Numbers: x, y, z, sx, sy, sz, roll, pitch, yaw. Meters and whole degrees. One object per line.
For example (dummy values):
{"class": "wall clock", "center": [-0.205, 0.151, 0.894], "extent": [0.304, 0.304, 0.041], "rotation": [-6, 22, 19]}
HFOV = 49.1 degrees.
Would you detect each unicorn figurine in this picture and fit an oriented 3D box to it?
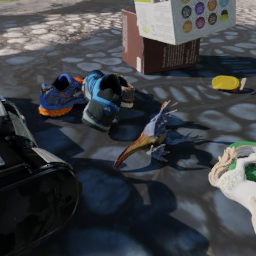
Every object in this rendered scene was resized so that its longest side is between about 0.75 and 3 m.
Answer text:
{"class": "unicorn figurine", "center": [2.309, 1.149, 4.791], "extent": [1.493, 0.803, 2.173], "rotation": [-38, 26, -18]}

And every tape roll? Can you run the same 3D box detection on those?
{"class": "tape roll", "center": [2.684, 0.719, 5.970], "extent": [1.178, 0.283, 1.178], "rotation": [0, 30, 0]}

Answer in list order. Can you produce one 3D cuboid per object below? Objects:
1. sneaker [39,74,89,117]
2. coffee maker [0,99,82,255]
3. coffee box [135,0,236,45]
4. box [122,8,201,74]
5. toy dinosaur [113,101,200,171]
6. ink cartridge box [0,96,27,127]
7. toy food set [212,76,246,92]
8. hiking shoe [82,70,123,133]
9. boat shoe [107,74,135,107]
{"class": "sneaker", "center": [-1.681, -1.219, 8.577], "extent": [0.949, 0.988, 2.518], "rotation": [16, 34, 24]}
{"class": "coffee maker", "center": [-2.477, 0.873, 4.598], "extent": [2.557, 1.793, 2.662], "rotation": [-37, 42, -19]}
{"class": "coffee box", "center": [1.306, -3.193, 6.774], "extent": [1.784, 1.767, 1.787], "rotation": [-22, 31, -17]}
{"class": "box", "center": [1.357, -3.783, 11.737], "extent": [2.671, 2.216, 2.193], "rotation": [-12, 32, -19]}
{"class": "toy dinosaur", "center": [0.610, -0.029, 6.674], "extent": [2.162, 1.135, 1.962], "rotation": [-12, 13, -1]}
{"class": "ink cartridge box", "center": [-3.464, -0.082, 6.820], "extent": [1.415, 0.792, 2.074], "rotation": [-22, 37, -32]}
{"class": "toy food set", "center": [3.470, -1.458, 9.696], "extent": [1.073, 0.351, 0.631], "rotation": [10, 56, 20]}
{"class": "hiking shoe", "center": [-0.596, -1.028, 7.793], "extent": [1.031, 1.201, 2.771], "rotation": [26, 27, -27]}
{"class": "boat shoe", "center": [-0.309, -1.379, 9.075], "extent": [0.758, 0.628, 2.110], "rotation": [4, 28, -22]}
